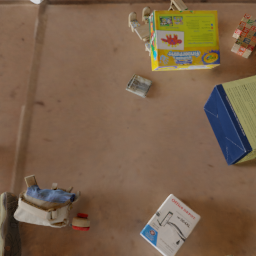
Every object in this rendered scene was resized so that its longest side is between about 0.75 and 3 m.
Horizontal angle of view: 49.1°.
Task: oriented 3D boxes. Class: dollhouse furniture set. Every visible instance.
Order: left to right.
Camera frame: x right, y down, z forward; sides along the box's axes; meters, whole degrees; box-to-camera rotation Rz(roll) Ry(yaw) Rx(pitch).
[{"bbox_3d":[1.290,-4.345,11.474,2.000,1.301,1.837,-26,70,-10],"label":"dollhouse furniture set"}]

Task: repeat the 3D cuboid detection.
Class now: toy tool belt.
[{"bbox_3d":[-2.221,2.292,8.709,2.307,1.440,1.418,8,76,3],"label":"toy tool belt"}]

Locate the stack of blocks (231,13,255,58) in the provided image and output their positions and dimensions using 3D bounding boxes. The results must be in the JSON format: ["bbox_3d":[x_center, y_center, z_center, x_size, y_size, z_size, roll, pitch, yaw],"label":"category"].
[{"bbox_3d":[4.950,-3.865,11.704,0.986,0.501,1.712,29,71,11],"label":"stack of blocks"}]

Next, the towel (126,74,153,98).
[{"bbox_3d":[0.435,-1.688,11.008,0.864,0.149,0.832,24,70,10],"label":"towel"}]

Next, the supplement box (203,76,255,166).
[{"bbox_3d":[4.355,-0.334,9.634,2.457,1.651,2.459,-15,68,-6],"label":"supplement box"}]

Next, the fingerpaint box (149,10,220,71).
[{"bbox_3d":[2.133,-3.313,10.720,2.484,0.911,2.072,-5,92,-10],"label":"fingerpaint box"}]

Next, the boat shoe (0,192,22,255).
[{"bbox_3d":[-3.945,3.418,8.550,1.038,1.055,2.832,-13,59,5],"label":"boat shoe"}]

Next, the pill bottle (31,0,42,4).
[{"bbox_3d":[-3.697,-6.631,12.477,1.173,1.173,2.059,29,70,11],"label":"pill bottle"}]

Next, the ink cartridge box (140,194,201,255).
[{"bbox_3d":[1.320,3.056,8.776,1.163,0.672,1.594,37,72,14],"label":"ink cartridge box"}]
